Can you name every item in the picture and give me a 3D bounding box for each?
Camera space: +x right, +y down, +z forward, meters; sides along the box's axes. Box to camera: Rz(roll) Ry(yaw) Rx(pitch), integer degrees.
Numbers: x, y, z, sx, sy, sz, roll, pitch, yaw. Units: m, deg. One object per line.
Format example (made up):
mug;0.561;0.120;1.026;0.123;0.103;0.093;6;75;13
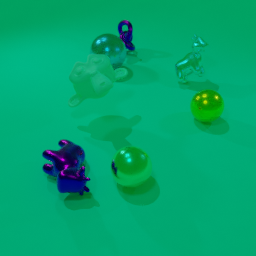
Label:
ball;2.218;-0.623;7.864;0.933;0.933;0.933;0;38;0
knot shape;-0.078;-3.738;11.339;0.597;1.208;1.291;-9;20;0
cow figurine;-1.247;0.846;6.203;1.336;0.745;1.357;17;29;17
monkey head;-0.797;-1.170;7.380;1.907;1.149;1.372;-32;58;-7
ball;0.070;0.835;6.053;0.906;0.906;0.906;0;38;0
cow figurine;2.144;-2.360;9.497;1.391;1.369;0.764;-20;-14;32
ball;-0.729;-2.760;10.255;1.342;1.342;1.342;0;38;0
